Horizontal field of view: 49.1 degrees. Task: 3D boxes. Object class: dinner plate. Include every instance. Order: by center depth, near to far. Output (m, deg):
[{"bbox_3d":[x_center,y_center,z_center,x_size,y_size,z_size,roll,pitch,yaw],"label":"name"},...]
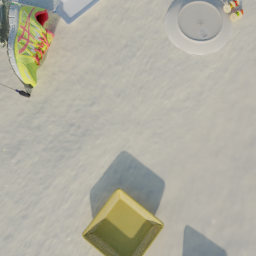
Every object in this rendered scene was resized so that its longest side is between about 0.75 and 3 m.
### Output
[{"bbox_3d":[2.333,-3.445,9.197,2.262,0.274,2.262,0,79,0],"label":"dinner plate"}]

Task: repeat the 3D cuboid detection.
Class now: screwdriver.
[{"bbox_3d":[-3.517,-1.207,8.537,1.117,0.156,0.162,27,52,-16],"label":"screwdriver"}]

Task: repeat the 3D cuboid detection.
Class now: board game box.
[{"bbox_3d":[-2.900,-4.696,9.377,1.683,0.218,1.683,16,74,9],"label":"board game box"}]

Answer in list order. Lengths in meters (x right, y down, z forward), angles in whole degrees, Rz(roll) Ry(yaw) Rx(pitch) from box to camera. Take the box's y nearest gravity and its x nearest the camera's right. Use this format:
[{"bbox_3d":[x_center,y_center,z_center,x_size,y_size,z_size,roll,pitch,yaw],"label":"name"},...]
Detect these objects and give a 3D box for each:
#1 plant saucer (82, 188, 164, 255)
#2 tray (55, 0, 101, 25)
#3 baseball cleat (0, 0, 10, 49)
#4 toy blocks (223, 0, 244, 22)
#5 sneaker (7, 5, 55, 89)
[{"bbox_3d":[-0.128,2.782,7.692,1.644,0.398,1.643,37,81,8],"label":"plant saucer"},{"bbox_3d":[-1.579,-4.294,9.400,1.925,0.213,1.034,-42,80,-8],"label":"tray"},{"bbox_3d":[-4.415,-3.380,9.014,1.116,0.731,2.096,-9,67,4],"label":"baseball cleat"},{"bbox_3d":[3.605,-3.952,9.285,0.776,0.282,0.646,-38,91,-25],"label":"toy blocks"},{"bbox_3d":[-2.894,-2.587,8.566,1.288,1.115,2.852,-7,77,-4],"label":"sneaker"}]
